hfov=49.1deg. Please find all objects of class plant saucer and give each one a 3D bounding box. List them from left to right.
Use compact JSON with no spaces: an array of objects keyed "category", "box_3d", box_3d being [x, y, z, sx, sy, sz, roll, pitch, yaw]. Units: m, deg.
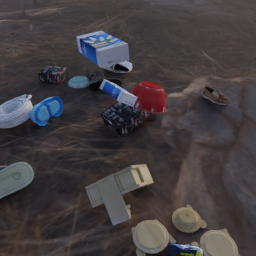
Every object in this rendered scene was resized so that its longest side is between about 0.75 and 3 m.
[{"category":"plant saucer","box_3d":[-2.579,-2.501,14.845,1.242,0.239,1.242,-1,37,0]}]

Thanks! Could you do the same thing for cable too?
[{"category":"cable","box_3d":[-4.879,-0.664,11.895,1.685,0.583,1.685,-14,38,5]}]

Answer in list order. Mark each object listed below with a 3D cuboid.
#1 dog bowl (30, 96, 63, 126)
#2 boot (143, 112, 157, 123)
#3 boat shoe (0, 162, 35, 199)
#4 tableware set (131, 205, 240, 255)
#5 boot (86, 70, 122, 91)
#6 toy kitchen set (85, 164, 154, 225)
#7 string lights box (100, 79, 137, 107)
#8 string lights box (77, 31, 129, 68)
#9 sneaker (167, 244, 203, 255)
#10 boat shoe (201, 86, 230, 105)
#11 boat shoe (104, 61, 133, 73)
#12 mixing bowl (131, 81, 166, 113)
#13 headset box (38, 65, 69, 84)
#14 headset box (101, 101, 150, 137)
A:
[{"category":"dog bowl","box_3d":[-3.502,-0.759,12.021,0.405,0.911,1.634,10,37,31]},{"category":"boot","box_3d":[0.820,-0.662,12.226,0.942,0.410,1.133,8,48,17]},{"category":"boat shoe","box_3d":[-4.360,1.835,8.680,2.952,1.060,0.998,-19,4,-13]},{"category":"tableware set","box_3d":[1.474,3.053,7.398,2.536,0.294,2.119,-18,40,-24]},{"category":"boot","box_3d":[-1.293,-2.625,14.672,1.844,0.638,1.605,-5,38,-2]},{"category":"toy kitchen set","box_3d":[-0.100,2.062,8.597,1.630,1.471,1.330,-27,76,17]},{"category":"string lights box","box_3d":[-0.286,-1.012,8.095,0.548,0.315,1.067,15,16,-47]},{"category":"string lights box","box_3d":[-1.072,-3.239,11.376,1.228,0.704,2.389,-22,38,-21]},{"category":"sneaker","box_3d":[1.464,3.160,7.156,0.941,0.348,0.387,-2,-4,34]},{"category":"boat shoe","box_3d":[4.162,-1.549,13.314,1.493,0.536,0.565,30,46,34]},{"category":"boat shoe","box_3d":[-0.784,-3.524,15.782,2.033,0.748,0.664,8,34,12]},{"category":"mixing bowl","box_3d":[0.775,-1.211,10.287,1.512,0.819,1.512,14,21,-5]},{"category":"headset box","box_3d":[-3.931,-2.890,15.106,1.383,0.534,1.029,8,38,9]},{"category":"headset box","box_3d":[-0.043,-0.596,11.638,1.715,0.662,1.276,-37,48,-21]}]
